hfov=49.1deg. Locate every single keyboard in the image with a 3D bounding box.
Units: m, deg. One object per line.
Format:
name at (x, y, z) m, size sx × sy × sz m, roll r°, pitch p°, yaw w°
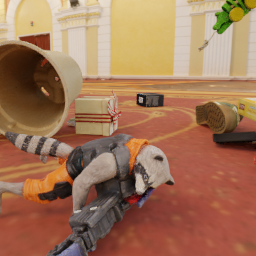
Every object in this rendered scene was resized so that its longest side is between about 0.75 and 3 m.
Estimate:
keyboard at (3.202, 0.297, 5.848) m, size 2.875 × 0.570 × 1.496 m, roll -6°, pitch -5°, yaw 33°

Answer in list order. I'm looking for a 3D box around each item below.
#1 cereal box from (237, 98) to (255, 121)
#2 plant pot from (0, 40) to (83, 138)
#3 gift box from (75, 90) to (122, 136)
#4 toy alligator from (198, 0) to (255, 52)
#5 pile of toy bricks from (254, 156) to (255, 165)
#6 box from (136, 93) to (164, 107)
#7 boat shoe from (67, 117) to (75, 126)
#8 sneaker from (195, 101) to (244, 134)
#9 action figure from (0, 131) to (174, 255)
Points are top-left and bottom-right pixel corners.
cereal box at (4.323, -0.444, 6.993) m, size 2.501 × 0.494 × 1.800 m, roll -1°, pitch 13°, yaw -2°
plant pot at (-2.255, -1.118, 7.354) m, size 2.377 × 2.377 × 2.175 m, roll 2°, pitch 20°, yaw 11°
gift box at (-0.807, -0.445, 7.828) m, size 1.137 × 1.217 × 1.123 m, roll 3°, pitch 17°, yaw 9°
toy alligator at (2.989, -3.422, 8.395) m, size 2.587 × 0.702 × 0.767 m, roll -39°, pitch 11°, yaw 13°
pile of toy bricks at (2.586, 0.617, 4.386) m, size 0.649 × 0.730 × 1.315 m, roll -47°, pitch 44°, yaw -17°
box at (1.071, -1.392, 13.697) m, size 0.995 × 0.627 × 1.012 m, roll -6°, pitch 13°, yaw -26°
boat shoe at (-1.439, -0.315, 9.091) m, size 0.454 × 0.391 × 1.261 m, roll 11°, pitch 16°, yaw 42°
sneaker at (2.842, -0.391, 8.117) m, size 1.150 × 0.859 × 2.562 m, roll -4°, pitch 7°, yaw -3°
action figure at (-0.567, 0.556, 3.241) m, size 2.140 × 1.157 × 2.212 m, roll -6°, pitch 10°, yaw 17°
